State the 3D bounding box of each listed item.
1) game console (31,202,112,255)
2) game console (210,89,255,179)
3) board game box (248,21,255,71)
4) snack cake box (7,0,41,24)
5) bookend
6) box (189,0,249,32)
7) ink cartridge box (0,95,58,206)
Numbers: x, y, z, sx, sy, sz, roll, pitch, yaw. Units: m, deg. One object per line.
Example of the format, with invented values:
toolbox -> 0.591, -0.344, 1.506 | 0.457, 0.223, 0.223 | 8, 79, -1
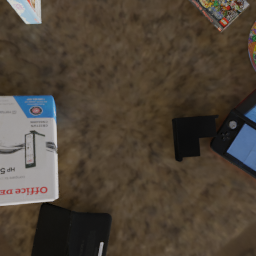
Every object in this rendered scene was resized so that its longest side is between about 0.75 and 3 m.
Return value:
game console -> -1.653, 3.360, 8.112 | 1.860, 1.231, 2.114 | 12, 86, -29
game console -> 3.901, 0.341, 7.707 | 2.402, 1.425, 2.070 | 34, 86, 3
board game box -> 5.161, -2.464, 8.332 | 2.921, 0.569, 2.308 | -14, 86, -1
snack cake box -> -2.929, -3.681, 7.948 | 0.500, 1.489, 0.856 | -2, 86, -1
bookend -> 1.986, 0.286, 8.136 | 1.254, 0.577, 1.246 | -5, 88, -3
box -> 2.713, -3.901, 8.561 | 1.098, 0.303, 1.608 | -44, 87, -3
ink cartridge box -> -2.935, 0.624, 7.463 | 2.018, 1.166, 2.765 | -3, 78, -13
